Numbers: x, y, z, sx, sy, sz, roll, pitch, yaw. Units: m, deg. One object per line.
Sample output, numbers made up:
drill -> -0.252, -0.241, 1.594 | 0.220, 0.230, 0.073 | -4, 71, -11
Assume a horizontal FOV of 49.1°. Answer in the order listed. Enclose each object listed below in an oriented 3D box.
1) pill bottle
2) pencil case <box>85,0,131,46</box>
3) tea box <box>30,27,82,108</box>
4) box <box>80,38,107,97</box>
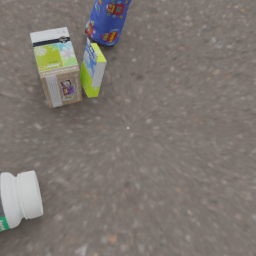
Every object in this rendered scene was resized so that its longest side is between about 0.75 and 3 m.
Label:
pill bottle -> -2.941, 1.610, 5.854 | 2.095, 1.185, 1.185 | -12, 67, -16
pencil case -> -0.406, -3.490, 7.489 | 1.005, 2.576, 1.119 | 1, 53, -23
tea box -> -1.787, -1.494, 7.141 | 0.938, 1.405, 1.382 | -15, 67, -13
box -> -0.877, -1.462, 6.876 | 0.297, 1.245, 0.759 | -9, 52, -28
